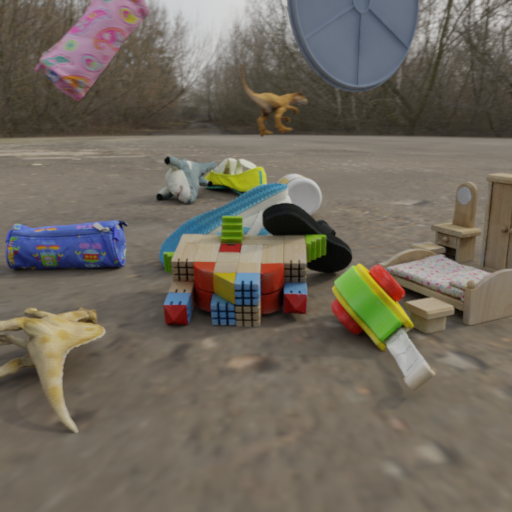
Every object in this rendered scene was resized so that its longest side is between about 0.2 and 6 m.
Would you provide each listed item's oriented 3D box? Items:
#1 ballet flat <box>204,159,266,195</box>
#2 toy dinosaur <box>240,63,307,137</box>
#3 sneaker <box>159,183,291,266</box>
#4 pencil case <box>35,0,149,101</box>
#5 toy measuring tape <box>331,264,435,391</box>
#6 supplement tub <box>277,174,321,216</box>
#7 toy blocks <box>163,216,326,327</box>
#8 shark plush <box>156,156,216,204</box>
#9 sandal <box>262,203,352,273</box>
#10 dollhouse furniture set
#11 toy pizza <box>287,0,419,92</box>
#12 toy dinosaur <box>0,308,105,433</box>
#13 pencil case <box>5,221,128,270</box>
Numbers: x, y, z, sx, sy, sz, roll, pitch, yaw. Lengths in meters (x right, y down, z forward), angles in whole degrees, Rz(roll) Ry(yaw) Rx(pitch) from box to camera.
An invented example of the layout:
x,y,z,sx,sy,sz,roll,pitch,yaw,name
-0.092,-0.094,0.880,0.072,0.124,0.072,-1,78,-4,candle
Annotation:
x,y,z,sx,sy,sz,roll,pitch,yaw,name
-0.575,-2.185,15.299,0.930,0.933,2.782,-6,15,-32,ballet flat
0.235,-3.181,11.816,0.677,1.191,2.242,-7,0,39,toy dinosaur
-0.369,-0.281,8.458,2.253,0.910,0.862,-27,26,-18,sneaker
-2.713,-3.609,9.322,0.907,2.075,0.907,36,-6,4,pencil case
1.127,0.546,5.384,0.760,0.760,2.065,0,15,1,toy measuring tape
0.871,-1.328,12.240,0.866,0.866,1.197,-2,14,-9,supplement tub
-0.189,0.273,6.411,2.033,1.016,1.390,0,26,3,toy blocks
-1.663,-1.922,14.658,1.080,1.178,2.593,23,17,8,shark plush
0.735,-0.282,7.302,0.683,0.435,1.817,-15,-33,27,sandal
2.436,-0.271,7.225,2.851,1.392,2.431,-8,16,-27,dollhouse furniture set
1.165,-3.055,6.756,2.082,2.082,0.330,-10,17,-32,toy pizza
-1.881,0.755,4.907,1.063,0.612,2.102,-1,15,-10,toy dinosaur
-2.729,-0.159,8.109,1.701,0.739,0.664,-2,52,-4,pencil case
